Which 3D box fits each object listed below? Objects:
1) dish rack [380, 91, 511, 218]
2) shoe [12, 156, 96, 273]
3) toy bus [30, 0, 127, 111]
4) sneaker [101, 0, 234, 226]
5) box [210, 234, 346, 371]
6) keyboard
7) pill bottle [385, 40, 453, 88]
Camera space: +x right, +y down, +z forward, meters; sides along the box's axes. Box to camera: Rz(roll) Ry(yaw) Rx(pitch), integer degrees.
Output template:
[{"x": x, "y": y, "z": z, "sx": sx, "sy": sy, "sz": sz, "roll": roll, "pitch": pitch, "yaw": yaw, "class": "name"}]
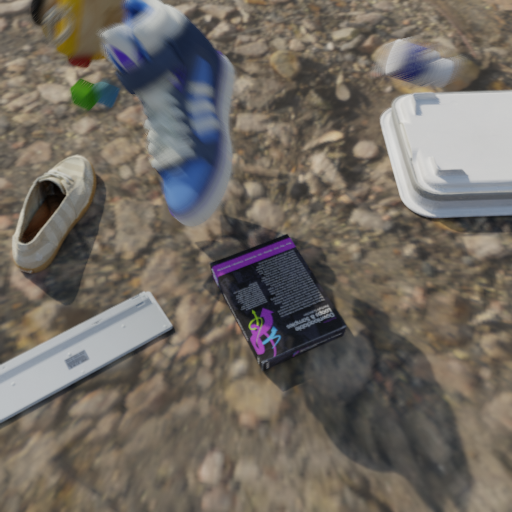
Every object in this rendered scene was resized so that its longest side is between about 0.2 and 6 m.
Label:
[{"x": 4.294, "y": -2.090, "z": 10.306, "sx": 3.583, "sy": 0.780, "sz": 3.075, "roll": -3, "pitch": 54, "yaw": -1, "class": "dish rack"}, {"x": -3.378, "y": -0.875, "z": 9.428, "sx": 0.875, "sy": 0.668, "sz": 2.503, "roll": 7, "pitch": 54, "yaw": 6, "class": "shoe"}, {"x": -2.597, "y": -3.543, "z": 8.208, "sx": 1.188, "sy": 2.300, "sz": 2.170, "roll": 23, "pitch": 73, "yaw": 10, "class": "toy bus"}, {"x": -1.208, "y": -1.830, "z": 6.788, "sx": 1.040, "sy": 1.889, "sz": 2.580, "roll": -9, "pitch": 67, "yaw": 38, "class": "sneaker"}, {"x": 0.290, "y": 0.647, "z": 8.501, "sx": 1.374, "sy": 0.347, "sz": 1.922, "roll": -20, "pitch": 55, "yaw": -14, "class": "box"}, {"x": -2.622, "y": 1.427, "z": 8.067, "sx": 2.818, "sy": 0.150, "sz": 0.793, "roll": -28, "pitch": 63, "yaw": -19, "class": "keyboard"}, {"x": 2.072, "y": -2.417, "z": 7.121, "sx": 0.759, "sy": 0.455, "sz": 0.455, "roll": 15, "pitch": 53, "yaw": -5, "class": "pill bottle"}]
